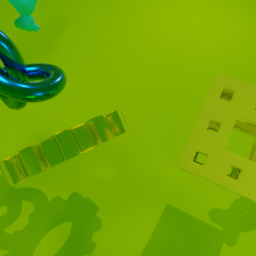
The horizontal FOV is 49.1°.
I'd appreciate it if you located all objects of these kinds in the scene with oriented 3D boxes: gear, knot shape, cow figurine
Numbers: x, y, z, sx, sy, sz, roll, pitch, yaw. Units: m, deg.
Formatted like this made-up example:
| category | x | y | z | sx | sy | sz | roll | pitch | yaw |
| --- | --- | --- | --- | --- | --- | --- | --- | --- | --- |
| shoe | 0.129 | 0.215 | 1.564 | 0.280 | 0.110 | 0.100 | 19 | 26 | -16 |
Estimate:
| category | x | y | z | sx | sy | sz | roll | pitch | yaw |
| --- | --- | --- | --- | --- | --- | --- | --- | --- | --- |
| gear | -0.975 | 0.303 | 4.522 | 2.043 | 2.043 | 0.378 | -25 | 90 | -17 |
| knot shape | -2.084 | -0.887 | 4.618 | 1.927 | 1.804 | 0.891 | 20 | 79 | -24 |
| cow figurine | -2.683 | -3.221 | 7.488 | 0.643 | 1.152 | 1.171 | 24 | 79 | 23 |

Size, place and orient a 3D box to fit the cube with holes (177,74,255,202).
| category | x | y | z | sx | sy | sz | roll | pitch | yaw |
| --- | --- | --- | --- | --- | --- | --- | --- | --- | --- |
| cube with holes | 1.656 | 0.215 | 4.076 | 1.328 | 1.328 | 1.328 | 23 | 91 | 17 |
